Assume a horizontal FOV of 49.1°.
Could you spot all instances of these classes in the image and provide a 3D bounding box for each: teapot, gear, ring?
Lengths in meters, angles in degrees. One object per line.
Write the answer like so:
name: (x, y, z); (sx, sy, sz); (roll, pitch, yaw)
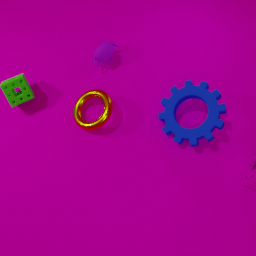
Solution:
teapot: (-0.748, -2.555, 9.496); (0.624, 0.792, 1.274); (42, 66, -13)
gear: (1.904, -0.445, 8.390); (1.947, 0.360, 1.947); (-5, 77, 22)
ring: (-1.096, -0.576, 8.690); (1.366, 0.273, 1.366); (-8, 69, 21)

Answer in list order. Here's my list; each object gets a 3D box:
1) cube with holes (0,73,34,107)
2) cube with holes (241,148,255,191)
cube with holes: (-3.451, -1.196, 8.767); (0.720, 0.720, 0.720); (-26, 115, -10)
cube with holes: (4.033, 1.186, 7.610); (1.145, 1.145, 1.145); (25, 73, 5)
